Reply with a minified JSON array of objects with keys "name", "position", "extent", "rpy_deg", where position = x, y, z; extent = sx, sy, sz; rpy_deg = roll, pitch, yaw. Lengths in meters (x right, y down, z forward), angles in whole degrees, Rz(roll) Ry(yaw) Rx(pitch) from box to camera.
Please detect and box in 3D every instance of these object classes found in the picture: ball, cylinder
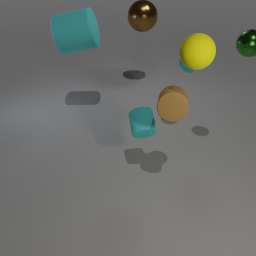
[{"name":"ball","position":[0.678,-5.184,12.987],"extent":[1.400,1.400,1.400],"rpy_deg":[0,32,0]},{"name":"ball","position":[1.375,-1.515,5.557],"extent":[0.700,0.700,0.700],"rpy_deg":[0,32,0]},{"name":"cylinder","position":[1.048,-0.581,6.576],"extent":[0.700,0.700,0.700],"rpy_deg":[5,22,8]},{"name":"ball","position":[3.196,-2.210,7.322],"extent":[0.700,0.700,0.700],"rpy_deg":[0,32,0]},{"name":"cylinder","position":[-1.895,-3.553,10.315],"extent":[1.400,1.400,1.400],"rpy_deg":[-9,30,10]},{"name":"ball","position":[1.992,-2.118,8.979],"extent":[0.700,0.700,0.700],"rpy_deg":[0,32,0]},{"name":"cylinder","position":[0.409,-0.148,7.904],"extent":[0.700,0.700,0.700],"rpy_deg":[-6,68,-10]}]
